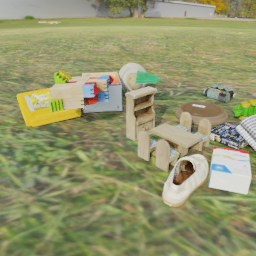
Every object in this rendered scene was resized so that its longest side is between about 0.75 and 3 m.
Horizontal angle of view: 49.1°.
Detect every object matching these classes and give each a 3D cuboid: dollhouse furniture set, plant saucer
[{"bbox_3d":[1.217,-0.180,9.685,2.349,1.780,2.680,-22,33,-38],"label":"dollhouse furniture set"},{"bbox_3d":[3.260,-0.697,12.457,2.313,0.341,2.313,-1,25,0],"label":"plant saucer"}]

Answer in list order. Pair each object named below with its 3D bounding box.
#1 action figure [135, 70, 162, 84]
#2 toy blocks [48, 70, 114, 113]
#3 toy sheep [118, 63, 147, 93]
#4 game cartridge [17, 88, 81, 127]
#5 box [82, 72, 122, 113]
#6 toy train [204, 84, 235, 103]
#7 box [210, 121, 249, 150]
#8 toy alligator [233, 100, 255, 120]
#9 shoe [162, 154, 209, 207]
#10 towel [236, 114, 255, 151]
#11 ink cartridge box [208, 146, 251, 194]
[{"bbox_3d":[0.863,-2.032,11.568,1.057,0.625,0.289,8,-8,12],"label":"action figure"},{"bbox_3d":[-1.573,-1.399,10.433,2.006,1.466,2.934,-3,20,3],"label":"toy blocks"},{"bbox_3d":[0.233,-2.613,14.863,1.750,1.750,2.538,-5,26,-10],"label":"toy sheep"},{"bbox_3d":[-3.616,-1.055,12.650,2.337,0.430,2.651,-15,36,-22],"label":"game cartridge"},{"bbox_3d":[-1.294,-1.801,13.637,1.830,1.278,2.404,-3,26,-7],"label":"box"},{"bbox_3d":[4.675,-1.780,14.406,0.882,0.659,1.547,-32,39,-33],"label":"toy train"},{"bbox_3d":[3.887,0.261,10.444,1.392,0.346,1.382,-20,33,-36],"label":"box"},{"bbox_3d":[5.441,-0.899,12.389,2.463,0.730,0.668,-13,29,-26],"label":"toy alligator"},{"bbox_3d":[1.726,1.286,7.942,0.858,0.655,2.455,15,29,28],"label":"shoe"},{"bbox_3d":[4.787,0.137,9.780,1.657,0.709,1.372,-15,54,-33],"label":"towel"},{"bbox_3d":[3.022,1.116,8.347,1.052,0.609,1.811,8,26,16],"label":"ink cartridge box"}]
